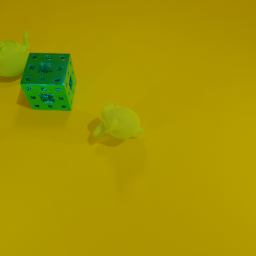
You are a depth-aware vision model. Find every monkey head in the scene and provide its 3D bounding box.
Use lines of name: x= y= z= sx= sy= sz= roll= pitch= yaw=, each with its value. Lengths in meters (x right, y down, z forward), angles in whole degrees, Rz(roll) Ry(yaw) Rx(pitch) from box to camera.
monkey head: x=-0.313 y=-0.022 z=7.671 sx=1.040 sy=1.725 sz=1.241 roll=43 pitch=103 yaw=28

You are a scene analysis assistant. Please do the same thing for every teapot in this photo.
teapot: x=-3.883 y=-2.387 z=9.163 sx=1.250 sy=0.984 sz=2.011 roll=32 pitch=67 yaw=26

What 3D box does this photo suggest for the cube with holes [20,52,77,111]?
cube with holes: x=-2.376 y=-1.408 z=8.628 sx=1.246 sy=1.246 sz=1.246 roll=2 pitch=58 yaw=1
